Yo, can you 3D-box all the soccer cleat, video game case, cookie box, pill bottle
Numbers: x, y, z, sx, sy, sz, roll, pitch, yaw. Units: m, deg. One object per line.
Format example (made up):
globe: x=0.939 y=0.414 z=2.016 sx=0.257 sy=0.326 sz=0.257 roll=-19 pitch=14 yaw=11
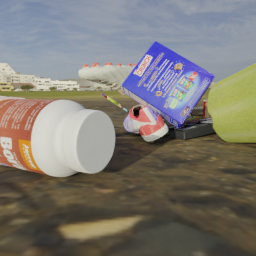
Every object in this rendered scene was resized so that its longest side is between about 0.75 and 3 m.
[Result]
soccer cleat: x=0.342 y=-0.279 z=7.914 sx=0.857 sy=0.920 sz=2.513 roll=-31 pitch=15 yaw=-8
video game case: x=1.782 y=-0.067 z=9.087 sx=2.376 sy=0.303 sz=2.147 roll=-11 pitch=13 yaw=-37
soccer cleat: x=-0.343 y=-1.543 z=8.905 sx=2.643 sy=1.025 sz=0.916 roll=-9 pitch=16 yaw=-40
cookie box: x=1.070 y=-1.186 z=7.640 sx=1.912 sy=1.636 sz=0.719 roll=35 pitch=-9 yaw=11
pill bottle: x=-1.332 y=0.132 z=4.549 sx=2.148 sy=1.205 sz=1.205 roll=4 pitch=9 yaw=33

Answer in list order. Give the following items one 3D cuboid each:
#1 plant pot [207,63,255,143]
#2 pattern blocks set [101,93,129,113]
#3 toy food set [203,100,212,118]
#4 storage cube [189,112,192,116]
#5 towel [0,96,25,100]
plant pot: x=3.274 y=-0.616 z=6.525 sx=2.520 sy=2.520 sz=2.317 roll=-6 pitch=-6 yaw=-38
pattern blocks set: x=-0.391 y=-0.787 z=8.734 sx=1.044 sy=0.085 sz=0.918 roll=34 pitch=2 yaw=2
toy food set: x=4.349 y=-1.004 z=14.055 sx=1.042 sy=0.982 sz=2.182 roll=4 pitch=9 yaw=30
storage cube: x=2.733 y=-1.724 z=15.108 sx=1.487 sy=1.564 sz=1.740 roll=5 pitch=-34 yaw=27
towel: x=-6.329 y=-0.964 z=13.070 sx=2.498 sy=0.403 sz=2.386 roll=4 pitch=25 yaw=-6
